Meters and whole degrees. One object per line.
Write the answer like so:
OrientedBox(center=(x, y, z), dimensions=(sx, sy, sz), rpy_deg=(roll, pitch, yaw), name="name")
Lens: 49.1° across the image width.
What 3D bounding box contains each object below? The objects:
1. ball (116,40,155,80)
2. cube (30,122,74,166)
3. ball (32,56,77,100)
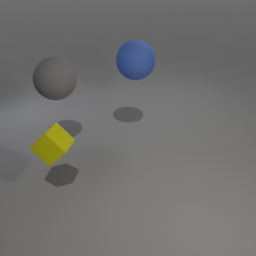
OrientedBox(center=(0.276, -2.413, 10.002), dimensions=(1.400, 1.400, 1.400), rpy_deg=(0, 30, 0), name="ball")
OrientedBox(center=(-1.976, 0.422, 7.381), dimensions=(0.700, 0.700, 0.700), rpy_deg=(-38, 14, 23), name="cube")
OrientedBox(center=(-2.363, -1.602, 9.077), dimensions=(1.400, 1.400, 1.400), rpy_deg=(0, 30, 0), name="ball")
